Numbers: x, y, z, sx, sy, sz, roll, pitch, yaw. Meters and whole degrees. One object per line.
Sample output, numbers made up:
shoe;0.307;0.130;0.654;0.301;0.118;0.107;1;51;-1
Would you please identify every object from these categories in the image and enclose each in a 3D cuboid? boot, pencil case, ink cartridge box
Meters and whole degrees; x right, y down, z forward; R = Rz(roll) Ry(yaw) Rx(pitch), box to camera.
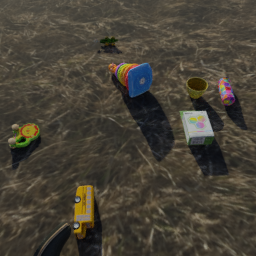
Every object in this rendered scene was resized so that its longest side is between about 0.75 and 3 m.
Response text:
boot;-1.869;4.019;7.581;1.697;0.950;2.453;27;68;15
pencil case;4.362;-1.631;12.389;0.601;0.601;1.359;3;52;3
ink cartridge box;2.713;-0.190;11.202;0.939;0.536;1.808;-3;50;-2

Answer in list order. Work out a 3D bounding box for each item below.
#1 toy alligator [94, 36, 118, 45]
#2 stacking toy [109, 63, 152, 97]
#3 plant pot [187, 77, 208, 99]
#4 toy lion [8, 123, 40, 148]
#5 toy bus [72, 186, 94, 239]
toy alligator;-1.171;-4.661;15.057;1.305;0.314;0.433;1;82;0
stacking toy;-0.104;-2.483;12.862;1.286;1.360;2.343;-29;42;-30
plant pot;2.999;-1.697;12.378;0.919;0.652;0.919;0;51;0
toy lion;-4.031;0.274;10.984;1.059;0.379;1.105;2;50;-8
toy bus;-1.395;2.646;8.872;0.612;0.509;1.563;-3;50;-4
